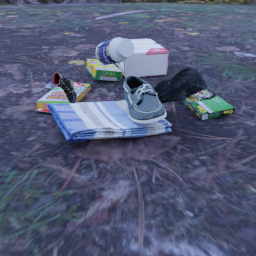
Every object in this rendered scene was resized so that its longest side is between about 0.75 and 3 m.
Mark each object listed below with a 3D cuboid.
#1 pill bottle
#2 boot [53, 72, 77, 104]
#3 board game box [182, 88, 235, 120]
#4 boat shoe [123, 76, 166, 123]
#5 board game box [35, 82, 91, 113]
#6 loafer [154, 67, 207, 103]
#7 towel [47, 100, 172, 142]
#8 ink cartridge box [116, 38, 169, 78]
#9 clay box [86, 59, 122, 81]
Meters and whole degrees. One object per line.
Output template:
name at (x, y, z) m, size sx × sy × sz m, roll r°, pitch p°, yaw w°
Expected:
pill bottle at (-0.459, -2.731, 9.954) m, size 0.838 × 0.838 × 1.510 m, roll -19°, pitch 15°, yaw -31°
boot at (-1.857, -1.175, 8.273) m, size 0.338 × 0.696 × 0.924 m, roll -24°, pitch 64°, yaw 19°
board game box at (2.398, -0.885, 9.077) m, size 1.096 × 0.245 × 2.092 m, roll -9°, pitch 30°, yaw -9°
boat shoe at (0.337, -0.826, 7.558) m, size 0.897 × 0.761 × 2.464 m, roll -17°, pitch 25°, yaw -5°
board game box at (-2.129, -1.057, 9.411) m, size 1.071 × 0.336 × 2.243 m, roll 7°, pitch 32°, yaw 10°
loafer at (1.323, -1.030, 8.057) m, size 2.218 × 0.779 × 0.753 m, roll -20°, pitch 38°, yaw 61°
towel at (-0.508, -0.323, 7.566) m, size 2.869 × 0.342 × 2.107 m, roll -5°, pitch 28°, yaw -28°
ink cartridge box at (0.474, -3.167, 12.436) m, size 1.886 × 1.098 × 2.589 m, roll -6°, pitch 31°, yaw -11°
clay box at (-1.059, -2.455, 11.669) m, size 1.088 × 0.451 × 1.893 m, roll 0°, pitch 26°, yaw -22°
